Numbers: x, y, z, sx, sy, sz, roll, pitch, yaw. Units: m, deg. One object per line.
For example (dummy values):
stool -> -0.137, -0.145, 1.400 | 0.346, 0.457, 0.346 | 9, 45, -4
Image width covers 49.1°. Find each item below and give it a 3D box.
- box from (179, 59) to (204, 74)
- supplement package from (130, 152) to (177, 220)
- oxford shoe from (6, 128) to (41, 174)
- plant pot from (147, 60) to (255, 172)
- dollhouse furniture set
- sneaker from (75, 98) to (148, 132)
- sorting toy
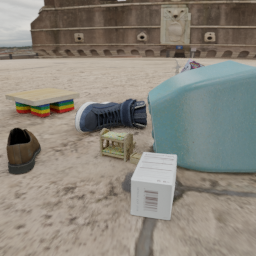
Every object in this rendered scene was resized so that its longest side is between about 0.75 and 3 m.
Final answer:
box -> 2.584, -1.736, 11.858 | 1.265, 1.914, 1.098 | 25, 50, -5
supplement package -> 0.558, 1.117, 5.712 | 0.781, 0.778, 1.331 | 4, 18, 13
oxford shoe -> -2.898, 0.370, 7.812 | 0.823, 0.956, 2.265 | -7, 18, -16
plant pot -> 1.888, -0.288, 7.629 | 2.595, 2.547, 2.540 | -8, 17, 4
dollhouse furniture set -> 0.095, 0.376, 8.042 | 1.389, 0.772, 1.228 | 9, 20, 26
sneaker -> -0.425, -0.432, 10.084 | 2.009, 1.057, 2.781 | 7, 18, 28
sorting toy -> -3.858, -1.178, 12.788 | 2.374, 0.831, 2.388 | 14, 22, 38
